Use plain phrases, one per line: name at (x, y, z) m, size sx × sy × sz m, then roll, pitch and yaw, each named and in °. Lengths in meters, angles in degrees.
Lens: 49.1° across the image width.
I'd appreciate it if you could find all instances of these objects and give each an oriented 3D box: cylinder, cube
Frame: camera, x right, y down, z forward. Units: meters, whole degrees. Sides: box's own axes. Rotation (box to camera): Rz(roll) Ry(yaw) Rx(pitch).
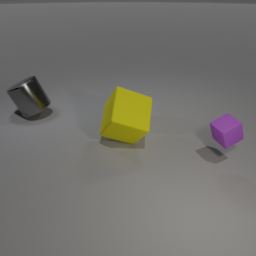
cylinder at (-4.409, -1.397, 12.522) m, size 1.400 × 1.400 × 1.400 m, roll -22°, pitch 26°, yaw 11°
cube at (-0.083, -0.413, 10.183) m, size 1.400 × 1.400 × 1.400 m, roll 16°, pitch 63°, yaw -17°
cube at (3.116, 0.089, 8.851) m, size 0.700 × 0.700 × 0.700 m, roll -28°, pitch 36°, yaw -7°
